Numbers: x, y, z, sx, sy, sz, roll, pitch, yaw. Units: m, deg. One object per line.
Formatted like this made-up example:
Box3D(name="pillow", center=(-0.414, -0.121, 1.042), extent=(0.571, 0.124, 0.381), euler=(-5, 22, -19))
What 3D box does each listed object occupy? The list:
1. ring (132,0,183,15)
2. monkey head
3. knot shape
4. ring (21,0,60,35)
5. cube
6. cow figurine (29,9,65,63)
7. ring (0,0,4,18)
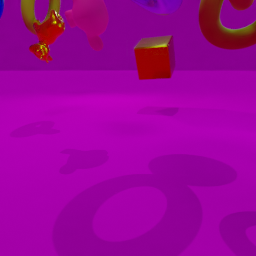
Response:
Box3D(name="ring", center=(-0.022, -2.283, 3.902), extent=(1.901, 0.380, 1.901), euler=(37, 9, -7))
Box3D(name="monkey head", center=(-0.872, -2.214, 5.506), extent=(0.991, 1.377, 0.830), euler=(-11, 29, 20))
Box3D(name="knot shape", center=(1.271, -1.777, 3.066), extent=(0.713, 1.443, 1.542), euler=(18, -15, 44))
Box3D(name="ring", center=(-2.434, -3.478, 7.935), extent=(0.338, 1.689, 1.689), euler=(18, 16, 10))
Box3D(name="cube", center=(1.021, -2.576, 10.278), extent=(1.213, 1.213, 1.213), euler=(0, 33, 19))
Box3D(name="cow figurine", center=(-2.105, -2.382, 7.404), extent=(1.161, 1.143, 0.637), euler=(-27, -18, 17))
Box3D(name="ring", center=(-4.711, -3.832, 8.433), extent=(1.907, 1.907, 0.381), euler=(-12, 42, -43))
